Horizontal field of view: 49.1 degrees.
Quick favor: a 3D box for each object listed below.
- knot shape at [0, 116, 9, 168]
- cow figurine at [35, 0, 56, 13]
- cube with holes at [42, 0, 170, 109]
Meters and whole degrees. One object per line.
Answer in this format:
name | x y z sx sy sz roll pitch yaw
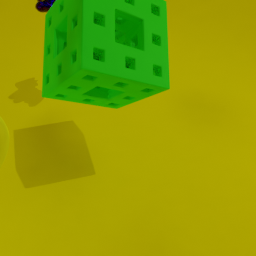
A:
knot shape | -1.892 0.367 2.623 0.810 1.752 1.640 -11 13 46
cow figurine | -1.465 -2.793 5.971 1.301 0.714 1.280 6 25 19
cube with holes | -0.369 -1.187 4.241 1.383 1.383 1.383 6 78 -35
